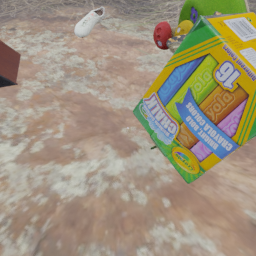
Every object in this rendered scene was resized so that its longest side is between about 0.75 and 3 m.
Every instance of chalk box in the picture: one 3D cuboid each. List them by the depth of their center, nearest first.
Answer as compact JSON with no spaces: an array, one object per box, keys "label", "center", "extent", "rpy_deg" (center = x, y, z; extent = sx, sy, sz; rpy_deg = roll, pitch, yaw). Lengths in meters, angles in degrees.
[{"label":"chalk box","center":[1.021,-0.219,3.540],"extent":[1.245,1.994,1.236],"rpy_deg":[-23,68,-40]}]

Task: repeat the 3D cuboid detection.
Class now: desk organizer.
[{"label":"desk organizer","center":[-1.667,-0.832,2.981],"extent":[0.379,1.057,0.407],"rpy_deg":[-4,72,22]}]

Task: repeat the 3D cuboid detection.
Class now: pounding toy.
[{"label":"pounding toy","center":[1.383,-1.623,5.783],"extent":[1.295,2.154,2.790],"rpy_deg":[-11,81,-11]}]

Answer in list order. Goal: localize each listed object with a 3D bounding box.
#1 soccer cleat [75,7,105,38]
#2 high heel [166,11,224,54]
[{"label":"soccer cleat","center":[-1.261,-3.513,9.210],"extent":[0.511,0.573,1.476],"rpy_deg":[38,55,-7]},{"label":"high heel","center":[1.095,-1.451,4.272],"extent":[1.578,0.563,1.125],"rpy_deg":[0,59,-29]}]
